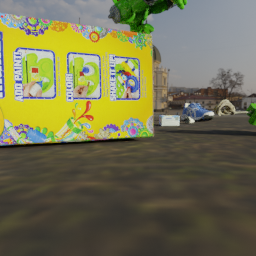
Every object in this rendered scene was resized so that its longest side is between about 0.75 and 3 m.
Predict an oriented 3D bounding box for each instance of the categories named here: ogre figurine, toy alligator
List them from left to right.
[{"bbox_3d":[0.428,-2.555,5.694,1.337,1.094,2.230,-20,32,25],"label":"ogre figurine"},{"bbox_3d":[2.925,-0.167,5.427,2.678,0.794,0.727,-1,44,-22],"label":"toy alligator"}]

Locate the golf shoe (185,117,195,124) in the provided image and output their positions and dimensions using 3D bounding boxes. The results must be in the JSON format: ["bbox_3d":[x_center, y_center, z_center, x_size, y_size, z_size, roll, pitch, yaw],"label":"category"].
[{"bbox_3d":[2.645,-0.325,11.823,0.372,0.300,0.766,6,5,3],"label":"golf shoe"}]

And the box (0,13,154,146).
[{"bbox_3d":[-1.362,-0.642,4.945,2.618,1.658,2.718,-3,4,-29],"label":"box"}]

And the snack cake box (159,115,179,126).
[{"bbox_3d":[1.457,-0.273,9.996,0.614,0.359,1.067,-1,3,2],"label":"snack cake box"}]

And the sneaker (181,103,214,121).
[{"bbox_3d":[3.549,-0.832,14.680,0.958,0.975,2.531,1,4,-22],"label":"sneaker"}]
